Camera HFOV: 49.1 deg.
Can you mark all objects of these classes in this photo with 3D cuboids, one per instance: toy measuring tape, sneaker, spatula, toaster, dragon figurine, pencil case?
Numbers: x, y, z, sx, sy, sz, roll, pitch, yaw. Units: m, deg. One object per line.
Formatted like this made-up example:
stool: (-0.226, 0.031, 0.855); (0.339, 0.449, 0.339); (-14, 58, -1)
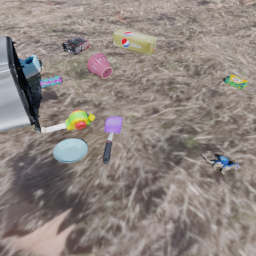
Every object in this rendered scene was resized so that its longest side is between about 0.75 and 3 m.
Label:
toy measuring tape: (-2.036, -0.227, 9.589); (1.869, 0.688, 0.688); (-13, 43, -16)
sneaker: (-4.754, -2.486, 11.996); (0.830, 0.920, 2.246); (20, 45, 22)
spatula: (-0.591, 0.363, 9.302); (0.596, 0.217, 2.108); (3, 42, 6)
toaster: (-4.264, -1.364, 9.587); (1.646, 2.508, 2.774); (-17, 44, -12)
dragon figurine: (2.839, 1.061, 8.446); (1.009, 0.297, 0.502); (29, 49, 28)
pencil case: (-3.253, -1.930, 11.757); (0.889, 0.378, 0.411); (-18, 17, -18)

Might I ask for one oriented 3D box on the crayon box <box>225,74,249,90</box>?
crayon box: (4.613, -1.954, 11.905); (0.484, 0.237, 0.815); (-32, 50, -31)

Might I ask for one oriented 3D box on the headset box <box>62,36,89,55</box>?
headset box: (-2.617, -4.259, 14.362); (0.870, 0.451, 1.169); (27, 50, 27)

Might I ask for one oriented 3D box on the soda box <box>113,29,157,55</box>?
soda box: (0.339, -4.420, 14.353); (2.203, 0.705, 0.746); (21, 45, 23)

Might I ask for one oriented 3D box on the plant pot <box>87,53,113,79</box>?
plant pot: (-1.169, -2.662, 12.271); (0.962, 0.962, 0.861); (-30, 64, -30)

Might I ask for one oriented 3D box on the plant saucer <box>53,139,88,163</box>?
plant saucer: (-1.797, 0.763, 8.845); (1.069, 0.206, 1.069); (-1, 42, 1)
